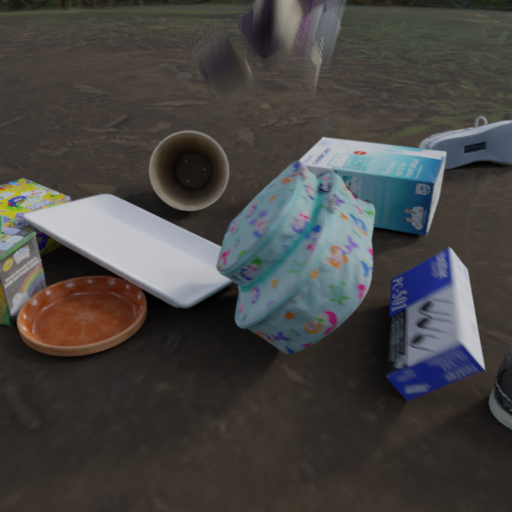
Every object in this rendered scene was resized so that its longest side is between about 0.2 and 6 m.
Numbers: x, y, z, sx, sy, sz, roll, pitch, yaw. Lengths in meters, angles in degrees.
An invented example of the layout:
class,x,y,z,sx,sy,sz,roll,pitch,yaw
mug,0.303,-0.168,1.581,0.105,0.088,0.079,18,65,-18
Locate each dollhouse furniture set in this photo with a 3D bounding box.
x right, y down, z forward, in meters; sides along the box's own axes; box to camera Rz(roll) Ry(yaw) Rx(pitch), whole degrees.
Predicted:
class,x,y,z,sx,sy,sz,roll,pitch,yaw
dollhouse furniture set,-0.278,-2.496,4.529,1.844,2.328,1.652,-29,34,20

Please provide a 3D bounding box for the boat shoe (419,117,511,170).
class,x,y,z,sx,sy,sz,roll,pitch,yaw
boat shoe,5.472,-2.808,13.909,2.937,1.085,1.252,-12,27,-1

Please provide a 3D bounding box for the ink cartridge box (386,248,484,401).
class,x,y,z,sx,sy,sz,roll,pitch,yaw
ink cartridge box,2.328,0.835,7.477,1.050,0.494,2.233,-33,16,29

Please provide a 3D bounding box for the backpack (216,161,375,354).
class,x,y,z,sx,sy,sz,roll,pitch,yaw
backpack,0.543,0.040,7.629,1.779,2.098,2.364,33,37,-23

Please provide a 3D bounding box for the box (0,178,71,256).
class,x,y,z,sx,sy,sz,roll,pitch,yaw
box,-4.340,-0.609,10.074,1.444,0.914,1.499,21,36,32

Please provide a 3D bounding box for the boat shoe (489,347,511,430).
class,x,y,z,sx,sy,sz,roll,pitch,yaw
boat shoe,4.077,1.800,5.939,2.939,0.885,1.048,17,34,26

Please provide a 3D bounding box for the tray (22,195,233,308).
class,x,y,z,sx,sy,sz,roll,pitch,yaw
tray,-1.925,-0.101,9.229,3.613,0.401,1.940,25,30,26

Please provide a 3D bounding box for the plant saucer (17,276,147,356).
class,x,y,z,sx,sy,sz,roll,pitch,yaw
plant saucer,-2.498,0.873,8.150,1.803,0.291,1.803,1,30,-1

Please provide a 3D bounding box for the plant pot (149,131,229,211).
class,x,y,z,sx,sy,sz,roll,pitch,yaw
plant pot,-1.366,-1.781,11.707,1.549,1.549,1.654,-2,10,-4

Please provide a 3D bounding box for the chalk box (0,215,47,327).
class,x,y,z,sx,sy,sz,roll,pitch,yaw
chalk box,-3.821,0.128,8.230,0.919,1.485,0.924,9,31,15

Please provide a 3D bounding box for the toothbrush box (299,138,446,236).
class,x,y,z,sx,sy,sz,roll,pitch,yaw
toothbrush box,2.302,-1.481,11.314,2.655,1.132,1.944,11,31,21
